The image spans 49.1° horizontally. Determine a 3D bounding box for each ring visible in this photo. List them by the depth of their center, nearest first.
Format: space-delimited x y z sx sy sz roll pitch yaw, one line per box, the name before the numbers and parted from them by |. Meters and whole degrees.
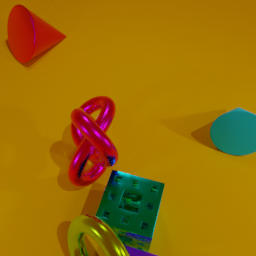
ring | -0.475 2.109 4.518 0.302 1.509 1.509 -20 52 -42

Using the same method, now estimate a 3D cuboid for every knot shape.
knot shape | -0.736 0.359 5.688 0.895 1.813 1.938 3 23 -11

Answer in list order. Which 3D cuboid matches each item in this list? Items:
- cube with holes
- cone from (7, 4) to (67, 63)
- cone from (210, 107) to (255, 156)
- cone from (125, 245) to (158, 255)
cube with holes | 0.047 1.577 5.271 1.012 1.012 1.012 13 54 10
cone | -2.602 -2.891 8.760 1.637 1.631 1.631 -16 50 -45
cone | 2.639 -0.190 6.700 1.211 1.211 1.216 15 38 11
cone | 0.195 2.299 4.768 0.877 0.873 0.873 37 62 27
